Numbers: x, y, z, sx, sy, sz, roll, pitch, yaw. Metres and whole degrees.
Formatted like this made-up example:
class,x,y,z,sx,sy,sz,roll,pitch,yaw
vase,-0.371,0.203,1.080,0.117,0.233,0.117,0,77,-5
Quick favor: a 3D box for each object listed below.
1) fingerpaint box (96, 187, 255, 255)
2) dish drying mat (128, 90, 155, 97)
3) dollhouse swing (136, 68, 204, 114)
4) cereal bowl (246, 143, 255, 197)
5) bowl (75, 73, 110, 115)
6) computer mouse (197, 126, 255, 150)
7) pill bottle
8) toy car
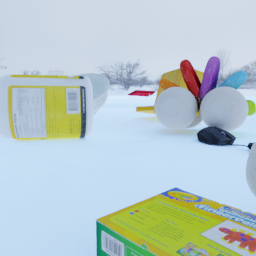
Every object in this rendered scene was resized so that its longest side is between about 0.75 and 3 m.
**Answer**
class,x,y,z,sx,sy,sz,roll,pitch,yaw
fingerpaint box,0.485,0.854,1.919,0.940,0.413,1.127,-9,13,-43
dish drying mat,0.529,-1.284,10.475,0.451,0.107,1.174,-22,-10,39
dollhouse swing,1.818,-1.439,11.756,2.463,2.239,2.166,3,14,-44
cereal bowl,1.601,0.629,2.205,1.408,0.586,1.408,21,3,-1
bowl,-1.990,-1.250,12.247,2.636,1.185,2.636,-7,37,6
computer mouse,2.371,0.249,6.299,0.655,0.380,2.233,-3,9,-28
pill bottle,-2.436,-0.544,7.261,2.950,1.653,1.653,-1,8,-13
toy car,2.210,-1.000,8.202,2.850,2.137,2.494,3,2,22
